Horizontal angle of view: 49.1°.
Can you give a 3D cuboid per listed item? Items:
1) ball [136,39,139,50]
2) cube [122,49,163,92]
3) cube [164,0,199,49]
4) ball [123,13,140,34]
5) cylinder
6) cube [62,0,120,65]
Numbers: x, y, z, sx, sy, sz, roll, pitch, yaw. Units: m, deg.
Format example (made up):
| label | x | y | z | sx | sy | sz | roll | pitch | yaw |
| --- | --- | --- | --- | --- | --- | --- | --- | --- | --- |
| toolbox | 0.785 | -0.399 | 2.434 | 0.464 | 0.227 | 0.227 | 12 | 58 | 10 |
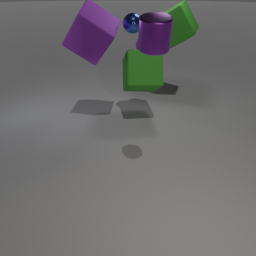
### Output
| label | x | y | z | sx | sy | sz | roll | pitch | yaw |
| --- | --- | --- | --- | --- | --- | --- | --- | --- | --- |
| ball | 0.659 | -3.343 | 11.227 | 0.700 | 0.700 | 0.700 | 0 | 28 | 0 |
| cube | 0.566 | -2.276 | 11.340 | 1.400 | 1.400 | 1.400 | -1 | -1 | -9 |
| cube | 2.160 | -4.605 | 12.478 | 1.400 | 1.400 | 1.400 | -23 | 21 | 31 |
| ball | 0.164 | -3.748 | 10.026 | 0.700 | 0.700 | 0.700 | 0 | 28 | 0 |
| cylinder | 0.575 | -2.013 | 5.983 | 0.700 | 0.700 | 0.700 | 0 | 39 | 0 |
| cube | -1.304 | -3.429 | 10.047 | 1.400 | 1.400 | 1.400 | 29 | 42 | -18 |
